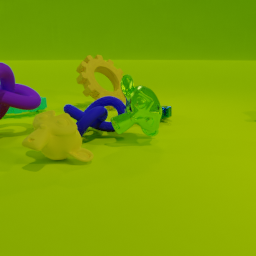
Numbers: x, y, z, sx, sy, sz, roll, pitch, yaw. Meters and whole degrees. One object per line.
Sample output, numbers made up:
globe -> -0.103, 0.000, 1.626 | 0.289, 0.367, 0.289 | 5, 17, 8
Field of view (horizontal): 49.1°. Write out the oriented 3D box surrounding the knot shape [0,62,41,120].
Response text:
knot shape -> -2.993, -0.715, 6.489 | 2.092, 0.967, 1.958 | -22, -7, 42

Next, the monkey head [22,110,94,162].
monkey head -> -1.369, 0.254, 5.004 | 1.460, 0.880, 1.050 | 14, 39, 19

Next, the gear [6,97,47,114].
gear -> -3.702, -0.757, 9.299 | 1.906, 0.352, 1.906 | -3, 11, 1

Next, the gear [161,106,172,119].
gear -> 0.495, -0.480, 8.378 | 1.580, 0.292, 1.580 | -1, 8, 0

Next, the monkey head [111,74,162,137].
monkey head -> 0.168, -0.341, 6.051 | 1.130, 1.570, 0.946 | -27, 15, 1

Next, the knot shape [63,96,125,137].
knot shape -> -0.870, -0.214, 6.592 | 1.586, 0.733, 1.484 | -3, 20, 16

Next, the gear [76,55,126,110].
gear -> -0.851, -1.662, 10.056 | 2.069, 2.069, 0.383 | -17, -15, -47
